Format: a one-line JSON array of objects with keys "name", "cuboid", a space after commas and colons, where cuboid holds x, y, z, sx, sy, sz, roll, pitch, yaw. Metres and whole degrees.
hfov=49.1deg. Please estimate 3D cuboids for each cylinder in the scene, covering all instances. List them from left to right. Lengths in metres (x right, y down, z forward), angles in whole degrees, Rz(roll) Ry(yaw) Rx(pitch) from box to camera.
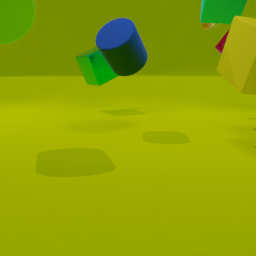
[{"name": "cylinder", "cuboid": [-2.515, -2.379, 5.383, 1.286, 1.286, 1.286, -5, 27, -22]}, {"name": "cylinder", "cuboid": [-0.146, -2.089, 7.321, 1.067, 1.067, 1.067, 6, -25, 27]}]

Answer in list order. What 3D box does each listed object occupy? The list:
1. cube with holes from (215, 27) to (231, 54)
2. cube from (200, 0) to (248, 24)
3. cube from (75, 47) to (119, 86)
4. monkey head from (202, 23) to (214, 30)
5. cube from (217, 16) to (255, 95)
[{"name": "cube with holes", "cuboid": [2.849, -1.958, 6.806, 0.834, 0.834, 0.834, 17, 34, -32]}, {"name": "cube", "cuboid": [2.675, -3.714, 7.850, 1.091, 1.091, 1.091, 6, -14, 9]}, {"name": "cube", "cuboid": [-1.182, -2.628, 11.688, 1.287, 1.287, 1.287, -33, 26, -23]}, {"name": "monkey head", "cuboid": [2.906, -3.993, 9.681, 0.918, 1.524, 1.096, 20, -41, -41]}, {"name": "cube", "cuboid": [2.786, -1.464, 5.736, 1.229, 1.229, 1.229, 2, 32, -12]}]
